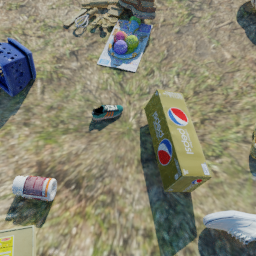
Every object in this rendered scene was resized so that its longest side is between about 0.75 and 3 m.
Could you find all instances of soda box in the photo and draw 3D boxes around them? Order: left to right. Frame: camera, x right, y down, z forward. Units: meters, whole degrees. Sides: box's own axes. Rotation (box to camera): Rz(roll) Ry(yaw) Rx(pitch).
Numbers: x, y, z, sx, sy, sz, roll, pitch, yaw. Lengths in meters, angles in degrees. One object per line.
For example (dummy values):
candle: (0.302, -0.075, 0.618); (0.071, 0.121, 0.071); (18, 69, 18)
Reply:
soda box: (1.232, 0.281, 7.527); (0.871, 0.922, 2.722); (7, 52, -24)

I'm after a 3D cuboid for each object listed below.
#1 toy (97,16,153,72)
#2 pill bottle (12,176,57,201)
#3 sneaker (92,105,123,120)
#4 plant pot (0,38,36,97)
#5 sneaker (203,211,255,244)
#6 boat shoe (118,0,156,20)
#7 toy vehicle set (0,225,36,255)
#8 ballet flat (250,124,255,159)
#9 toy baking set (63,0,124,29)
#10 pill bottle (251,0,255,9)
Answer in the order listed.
toy: (-0.072, -3.239, 10.226); (1.434, 0.588, 2.490); (13, 57, 10)
pill bottle: (-2.349, 1.503, 7.071); (0.975, 0.557, 0.557); (7, 56, 4)
sneaker: (-0.611, -0.531, 8.526); (0.990, 0.396, 0.353); (-18, 58, -12)
plant pot: (-3.766, -2.037, 9.045); (1.307, 1.307, 1.175); (36, 56, 22)
sneaker: (2.630, 2.326, 6.465); (1.730, 0.632, 0.612); (4, 50, 1)
boat shoe: (0.390, -5.184, 11.052); (1.042, 0.988, 2.752); (-12, 43, -23)
toy vehicle set: (-2.802, 2.770, 6.452); (1.305, 0.173, 0.811); (-8, 57, -5)
ballet flat: (3.825, 0.243, 7.972); (0.499, 0.499, 1.412); (21, 58, 13)
toy baking set: (-1.369, -4.600, 11.245); (2.341, 0.272, 1.796); (0, 52, 5)
pill bottle: (5.823, -5.031, 10.874); (1.507, 1.507, 2.750); (-18, 58, -12)
